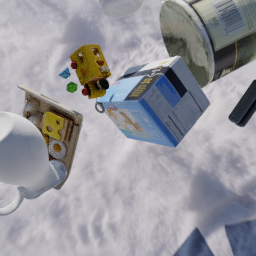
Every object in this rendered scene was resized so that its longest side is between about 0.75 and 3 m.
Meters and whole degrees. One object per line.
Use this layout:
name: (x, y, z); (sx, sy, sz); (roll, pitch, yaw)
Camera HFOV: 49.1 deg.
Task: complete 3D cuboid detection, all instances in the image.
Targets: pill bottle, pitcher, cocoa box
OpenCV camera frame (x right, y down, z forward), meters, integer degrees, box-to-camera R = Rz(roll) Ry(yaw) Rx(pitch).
pill bottle: (-0.304, -3.557, 6.371); (1.003, 1.003, 1.787); (-12, 86, -6)
pitcher: (-1.873, 0.642, 4.483); (0.990, 1.633, 1.401); (30, 66, 32)
cocoa box: (0.453, -0.526, 5.938); (1.257, 1.916, 1.277); (-49, 114, -18)

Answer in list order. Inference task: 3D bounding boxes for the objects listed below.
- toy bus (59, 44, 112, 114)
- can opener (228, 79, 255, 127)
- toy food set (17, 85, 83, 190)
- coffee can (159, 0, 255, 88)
toy bus: (-0.605, -1.012, 5.225); (1.105, 0.571, 1.043); (35, 48, -31)
can opener: (3.102, -0.865, 6.467); (1.953, 0.514, 0.649); (-55, 31, 13)
toy food set: (-1.689, 0.219, 5.451); (1.310, 1.825, 0.551); (25, 29, 11)
coffee can: (2.425, -2.429, 6.299); (2.823, 2.066, 2.066); (-27, 67, -5)
